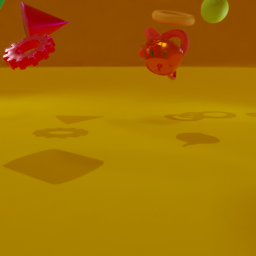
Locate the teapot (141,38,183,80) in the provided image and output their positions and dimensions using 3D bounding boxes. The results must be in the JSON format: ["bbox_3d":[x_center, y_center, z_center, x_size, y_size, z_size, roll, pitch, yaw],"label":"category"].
[{"bbox_3d":[0.788,-1.670,6.733,0.960,0.756,1.544,2,-25,40],"label":"teapot"}]

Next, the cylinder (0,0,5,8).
[{"bbox_3d":[-2.781,-3.034,5.265,1.210,1.210,1.210,-38,-11,34],"label":"cylinder"}]

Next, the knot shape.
[{"bbox_3d":[1.035,-2.790,9.378,1.587,0.784,1.696,-32,47,-29],"label":"knot shape"}]

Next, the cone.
[{"bbox_3d":[-2.652,-3.427,9.249,1.404,1.399,1.399,-14,18,-21],"label":"cone"}]

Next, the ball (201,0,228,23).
[{"bbox_3d":[3.010,-4.145,9.753,0.917,0.917,0.917,0,13,0],"label":"ball"}]

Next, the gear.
[{"bbox_3d":[-2.565,-2.012,7.317,1.327,0.246,1.327,-10,44,10],"label":"gear"}]

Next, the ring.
[{"bbox_3d":[1.594,-3.869,9.819,1.514,0.303,1.514,6,29,-3],"label":"ring"}]
